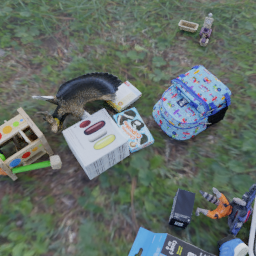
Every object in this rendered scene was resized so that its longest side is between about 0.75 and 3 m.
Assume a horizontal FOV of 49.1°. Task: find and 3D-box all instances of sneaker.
[{"bbox_3d":[2.704,3.570,7.849,1.260,0.484,0.701,-53,29,4],"label":"sneaker"}]

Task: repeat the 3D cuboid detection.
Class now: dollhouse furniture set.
[{"bbox_3d":[2.935,-4.488,12.232,1.498,1.063,1.187,19,61,11],"label":"dollhouse furniture set"}]

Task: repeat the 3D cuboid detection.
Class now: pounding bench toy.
[{"bbox_3d":[-3.386,0.852,8.893,1.725,1.374,2.211,-37,66,-20],"label":"pounding bench toy"}]

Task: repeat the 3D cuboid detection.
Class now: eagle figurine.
[{"bbox_3d":[-1.660,-0.949,9.676,2.690,2.030,2.041,-47,49,-7],"label":"eagle figurine"}]

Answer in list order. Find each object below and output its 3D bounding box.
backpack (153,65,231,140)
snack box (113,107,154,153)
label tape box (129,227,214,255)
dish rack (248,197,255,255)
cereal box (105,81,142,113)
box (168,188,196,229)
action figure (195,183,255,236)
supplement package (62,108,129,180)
[{"bbox_3d":[2.085,-0.810,9.797,2.296,1.545,2.096,-29,64,-15],"label":"backpack"},{"bbox_3d":[0.179,0.049,10.001,0.892,0.285,1.536,-23,62,-13],"label":"snack box"},{"bbox_3d":[1.075,3.830,7.511,2.275,0.720,1.640,22,62,12],"label":"label tape box"},{"bbox_3d":[4.807,3.190,7.973,2.691,0.586,2.309,18,62,10],"label":"dish rack"},{"bbox_3d":[-0.189,-1.209,10.772,1.192,0.236,0.858,-37,66,-20],"label":"cereal box"},{"bbox_3d":[1.590,2.387,8.251,0.556,0.901,0.894,14,62,8],"label":"box"},{"bbox_3d":[3.016,2.151,8.196,1.677,0.907,1.734,22,102,-19],"label":"action figure"},{"bbox_3d":[-1.016,0.518,9.206,1.581,1.163,1.512,-31,64,-16],"label":"supplement package"}]
